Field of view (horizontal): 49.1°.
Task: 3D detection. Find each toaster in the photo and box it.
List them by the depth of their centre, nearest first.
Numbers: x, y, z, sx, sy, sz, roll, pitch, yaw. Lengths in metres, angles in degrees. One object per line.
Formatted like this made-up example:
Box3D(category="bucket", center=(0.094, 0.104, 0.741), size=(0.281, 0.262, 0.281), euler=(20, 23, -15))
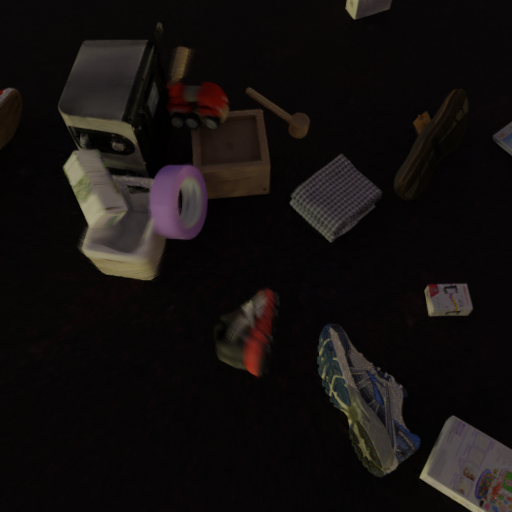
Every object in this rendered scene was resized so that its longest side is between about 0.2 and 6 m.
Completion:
Box3D(category="toaster", center=(-2.645, -2.867, 11.322), size=(1.565, 2.385, 2.638), euler=(5, 62, 5))

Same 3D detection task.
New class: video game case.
Box3D(category="video game case", center=(6.228, -2.514, 12.021), size=(1.466, 0.178, 1.611), euler=(-37, 57, 3))

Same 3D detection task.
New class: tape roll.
Box3D(category="tape roll", center=(-1.396, -0.980, 10.258), size=(0.439, 1.338, 1.338), euler=(3, 60, 22))

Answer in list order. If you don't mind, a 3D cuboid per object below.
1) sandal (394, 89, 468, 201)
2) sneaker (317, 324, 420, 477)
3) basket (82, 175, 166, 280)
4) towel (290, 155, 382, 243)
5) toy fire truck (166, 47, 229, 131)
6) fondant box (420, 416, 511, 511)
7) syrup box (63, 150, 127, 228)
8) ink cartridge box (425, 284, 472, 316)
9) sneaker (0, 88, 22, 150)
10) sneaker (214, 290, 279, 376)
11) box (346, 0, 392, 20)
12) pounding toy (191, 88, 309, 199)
Box3D(category="sandal", center=(3.655, -2.456, 11.993), size=(0.837, 1.253, 3.067), euler=(24, 69, 36))
Box3D(category="sneaker", center=(1.880, 2.291, 9.457), size=(1.089, 0.985, 2.556), euler=(-16, 69, -20))
Box3D(category="basket", center=(-2.398, -0.508, 10.773), size=(1.196, 1.089, 1.765), euler=(8, 61, 7))
Box3D(category="towel", center=(1.648, -1.212, 11.408), size=(1.562, 0.669, 1.294), euler=(-40, 69, -19))
Box3D(category="toy fire truck", center=(-1.205, -3.246, 10.886), size=(1.171, 1.330, 0.856), euler=(9, 55, 23))
Box3D(category="fondant box", center=(3.585, 3.478, 8.966), size=(1.538, 0.448, 1.109), euler=(29, 65, 16))
Box3D(category="syrup box", center=(-2.922, -1.219, 10.157), size=(0.550, 0.532, 1.351), euler=(-16, 73, -48))
Box3D(category="ink cartridge box", center=(3.596, 0.823, 10.496), size=(0.738, 0.316, 0.545), euler=(-3, 61, 0))
Box3D(category="sneaker", center=(-6.260, -2.653, 12.028), size=(1.535, 0.972, 2.730), euler=(16, 64, 5))
Box3D(category="sneaker", center=(-0.164, 1.190, 9.660), size=(1.025, 0.742, 2.099), euler=(7, 29, 7))
Box3D(category="box", center=(2.916, -6.619, 14.373), size=(1.057, 0.658, 0.515), euler=(-21, 63, -11))
Box3D(category="pounding toy", center=(-0.109, -2.384, 11.794), size=(2.418, 1.106, 2.124), euler=(-5, 62, -3))
